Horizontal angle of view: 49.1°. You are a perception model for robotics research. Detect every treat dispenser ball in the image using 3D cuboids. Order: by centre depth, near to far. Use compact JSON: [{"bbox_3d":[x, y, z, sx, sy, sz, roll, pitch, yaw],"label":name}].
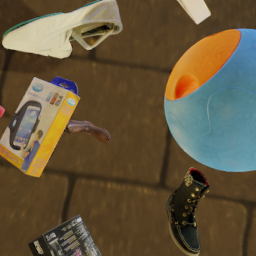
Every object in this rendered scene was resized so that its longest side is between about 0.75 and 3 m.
[{"bbox_3d":[2.102,-0.520,5.562,2.756,2.756,2.756,0,84,0],"label":"treat dispenser ball"}]

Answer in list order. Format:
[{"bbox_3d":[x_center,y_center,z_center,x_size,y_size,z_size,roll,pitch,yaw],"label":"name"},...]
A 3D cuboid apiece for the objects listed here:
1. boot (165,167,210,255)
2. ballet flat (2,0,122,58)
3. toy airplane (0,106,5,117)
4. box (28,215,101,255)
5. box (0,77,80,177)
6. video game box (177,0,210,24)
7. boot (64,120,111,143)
[{"bbox_3d":[1.271,1.645,5.681,0.544,1.506,1.138,15,120,-17],"label":"boot"},{"bbox_3d":[-1.158,-1.947,5.753,2.625,0.912,0.912,-31,84,-27],"label":"ballet flat"},{"bbox_3d":[-4.004,-0.542,6.528,1.996,0.367,1.996,10,73,-36],"label":"toy airplane"},{"bbox_3d":[-1.186,2.735,5.958,0.386,1.772,1.420,-33,79,9],"label":"box"},{"bbox_3d":[-1.999,-0.185,6.311,1.320,0.460,2.217,22,85,34],"label":"box"},{"bbox_3d":[0.948,-3.243,5.935,0.407,1.740,1.585,-37,46,18],"label":"video game box"},{"bbox_3d":[-1.068,0.078,6.813,0.988,1.060,0.340,27,100,31],"label":"boot"}]
